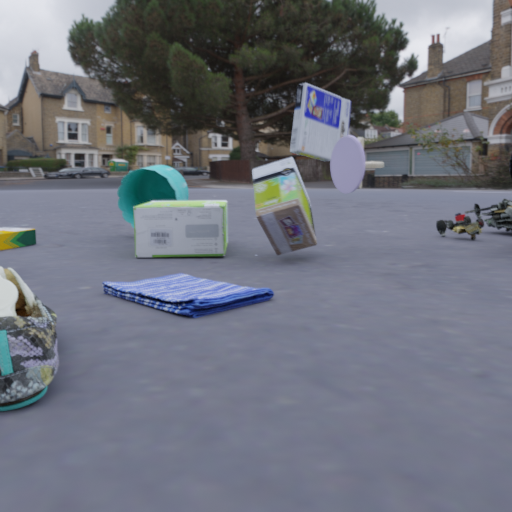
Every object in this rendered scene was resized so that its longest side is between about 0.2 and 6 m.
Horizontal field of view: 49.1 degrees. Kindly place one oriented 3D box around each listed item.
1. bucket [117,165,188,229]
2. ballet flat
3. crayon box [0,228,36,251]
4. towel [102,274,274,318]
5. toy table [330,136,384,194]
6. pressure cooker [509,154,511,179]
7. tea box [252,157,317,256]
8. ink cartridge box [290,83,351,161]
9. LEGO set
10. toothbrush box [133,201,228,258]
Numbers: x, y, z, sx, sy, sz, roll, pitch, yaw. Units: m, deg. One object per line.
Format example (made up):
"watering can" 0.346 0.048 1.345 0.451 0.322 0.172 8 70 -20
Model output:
"bucket" -2.198 -1.273 12.146 1.457 1.457 0.948 2 19 12
"ballet flat" -1.879 0.450 4.203 0.746 0.746 2.075 -4 9 -26
"crayon box" -4.951 -0.306 10.598 0.823 0.337 1.308 3 8 20
"towel" -0.806 0.385 6.456 1.732 0.207 1.254 8 11 44
"toy table" 1.672 -1.576 9.576 0.876 0.952 0.558 24 26 30
"pressure cooker" 5.730 -1.182 9.507 2.433 2.395 2.724 -11 12 -33
"tea box" 0.456 -0.776 8.955 0.713 1.050 1.068 -16 -40 13
"ink cartridge box" 1.206 -2.408 10.360 1.244 1.229 0.292 7 -2 -41
"LEGO set" 5.602 -0.731 12.737 3.235 0.917 2.101 -15 9 -10
"toothbrush box" -1.297 -0.544 10.250 1.526 0.902 2.096 -1 10 -2
